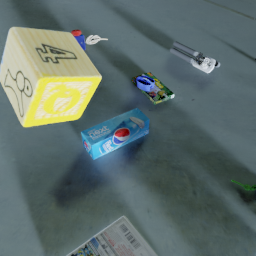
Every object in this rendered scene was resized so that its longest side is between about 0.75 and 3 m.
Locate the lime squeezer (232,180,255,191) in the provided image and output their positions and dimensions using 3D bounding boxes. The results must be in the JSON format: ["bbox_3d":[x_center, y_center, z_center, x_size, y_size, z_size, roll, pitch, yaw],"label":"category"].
[{"bbox_3d":[3.646,1.726,8.323,1.029,0.194,0.363,3,13,5],"label":"lime squeezer"}]

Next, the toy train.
[{"bbox_3d":[-2.527,-4.422,14.098,2.841,1.203,1.644,-9,31,-9],"label":"toy train"}]

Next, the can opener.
[{"bbox_3d":[3.120,-3.346,13.348,2.550,0.671,0.847,38,20,31],"label":"can opener"}]

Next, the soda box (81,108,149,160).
[{"bbox_3d":[-0.389,0.156,9.515,2.259,0.725,0.766,-25,49,-23],"label":"soda box"}]

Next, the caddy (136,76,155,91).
[{"bbox_3d":[0.723,-1.885,11.574,0.810,0.425,0.573,32,54,29],"label":"caddy"}]

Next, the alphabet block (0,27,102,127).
[{"bbox_3d":[-1.605,-1.016,5.628,1.365,1.358,1.390,-13,61,-42],"label":"alphabet block"}]

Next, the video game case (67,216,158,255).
[{"bbox_3d":[-0.232,3.523,6.346,2.229,0.269,2.446,-28,51,-26],"label":"video game case"}]

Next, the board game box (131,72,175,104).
[{"bbox_3d":[1.030,-1.717,11.844,0.987,0.221,1.884,-20,48,-22],"label":"board game box"}]
